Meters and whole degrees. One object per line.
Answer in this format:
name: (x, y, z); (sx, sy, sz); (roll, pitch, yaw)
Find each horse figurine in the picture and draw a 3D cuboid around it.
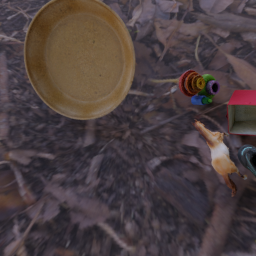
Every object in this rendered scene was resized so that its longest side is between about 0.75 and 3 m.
horse figurine: (2.137, 0.626, 6.346); (1.155, 0.435, 1.744); (18, 52, -42)

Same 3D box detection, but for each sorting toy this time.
sorting toy: (2.087, -1.079, 7.667); (1.505, 0.905, 0.618); (3, 6, -33)

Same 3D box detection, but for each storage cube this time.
storage cube: (3.047, -0.406, 7.057); (1.001, 0.856, 0.900); (5, 32, 31)

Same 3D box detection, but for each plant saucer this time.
plant saucer: (-1.187, -1.708, 7.064); (2.991, 2.991, 0.530); (17, 22, 12)

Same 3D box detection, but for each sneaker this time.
sneaker: (3.031, 1.036, 5.973); (1.614, 0.640, 0.608); (43, 91, 5)
